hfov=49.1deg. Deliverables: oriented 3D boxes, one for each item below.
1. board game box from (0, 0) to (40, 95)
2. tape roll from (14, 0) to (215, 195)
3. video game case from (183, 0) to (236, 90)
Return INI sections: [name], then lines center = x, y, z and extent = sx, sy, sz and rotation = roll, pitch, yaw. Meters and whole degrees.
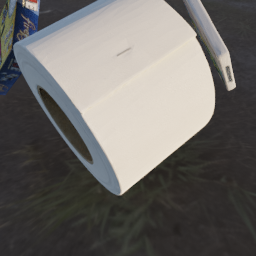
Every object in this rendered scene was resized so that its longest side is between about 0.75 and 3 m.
[board game box]
center = -2.839, -2.105, 6.818
extent = 0.483, 2.794, 1.893
rotation = 9, 74, -34
[tape roll]
center = -0.255, -0.530, 4.416
extent = 1.809, 2.635, 2.635
rotation = -36, 50, -18
[video game case]
center = 1.768, -2.100, 6.278
extent = 0.245, 2.027, 2.224
rotation = -27, 70, 17
